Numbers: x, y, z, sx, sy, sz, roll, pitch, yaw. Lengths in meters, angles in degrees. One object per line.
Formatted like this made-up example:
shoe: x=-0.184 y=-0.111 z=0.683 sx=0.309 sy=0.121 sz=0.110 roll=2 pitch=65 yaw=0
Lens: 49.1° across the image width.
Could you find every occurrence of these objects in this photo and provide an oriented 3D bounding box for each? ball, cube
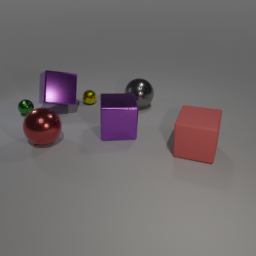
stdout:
ball: x=-4.633 y=-0.952 z=12.723 sx=0.700 sy=0.700 sz=0.700 roll=0 pitch=30 yaw=0
ball: x=-3.185 y=-0.063 z=10.452 sx=1.400 sy=1.400 sz=1.400 roll=0 pitch=30 yaw=0
ball: x=0.523 y=-1.631 z=13.195 sx=1.400 sy=1.400 sz=1.400 roll=0 pitch=30 yaw=0
ball: x=-1.881 y=-1.519 z=13.694 sx=0.700 sy=0.700 sz=0.700 roll=0 pitch=30 yaw=0
cube: x=-3.207 y=-1.784 z=12.766 sx=1.400 sy=1.400 sz=1.400 roll=2 pitch=3 yaw=-27
cube: x=2.450 y=0.185 z=9.866 sx=1.400 sy=1.400 sz=1.400 roll=9 pitch=35 yaw=19
cube: x=-0.385 y=-0.471 z=11.108 sx=1.400 sy=1.400 sz=1.400 roll=-1 pitch=30 yaw=-5
